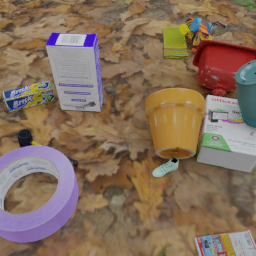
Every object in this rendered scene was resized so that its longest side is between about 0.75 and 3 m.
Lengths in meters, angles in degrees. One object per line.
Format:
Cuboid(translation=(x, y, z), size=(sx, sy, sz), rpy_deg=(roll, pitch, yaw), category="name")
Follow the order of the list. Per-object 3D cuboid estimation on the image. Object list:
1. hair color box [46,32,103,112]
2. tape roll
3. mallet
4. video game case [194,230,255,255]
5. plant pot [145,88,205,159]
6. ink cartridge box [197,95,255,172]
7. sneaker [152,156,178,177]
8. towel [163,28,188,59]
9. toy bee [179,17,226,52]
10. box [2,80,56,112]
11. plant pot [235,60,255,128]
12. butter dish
Cuboid(translation=(-1.827, -1.951, 10.264), size=(1.600, 2.928, 0.949), rpy_deg=(3, 47, 3), category="hair color box")
Cuboid(translation=(-2.910, 1.867, 8.340), size=(2.756, 0.904, 2.756), rpy_deg=(0, 49, 1), category="tape roll")
Cuboid(translation=(-2.763, 0.825, 9.625), size=(2.290, 0.754, 0.471), rpy_deg=(28, 50, 4), category="mallet")
Cuboid(translation=(2.714, 3.416, 7.509), size=(1.599, 0.139, 1.143), rpy_deg=(-6, 50, -5), category="video game case")
Cuboid(translation=(1.568, -0.020, 9.369), size=(2.039, 2.039, 1.867), rpy_deg=(3, 67, 2), category="plant pot")
Cuboid(translation=(3.457, 0.114, 9.749), size=(1.780, 1.032, 2.458), rpy_deg=(11, 50, 9), category="ink cartridge box")
Cuboid(translation=(1.219, 1.238, 9.109), size=(0.940, 0.554, 0.346), rpy_deg=(-21, 54, -16), category="sneaker")
Cuboid(translation=(2.363, -4.357, 14.128), size=(1.147, 0.241, 2.666), rpy_deg=(3, 49, 1), category="towel")
Cuboid(translation=(3.322, -4.487, 13.573), size=(1.858, 1.542, 2.838), rpy_deg=(22, 19, -2), category="toy bee")
Cuboid(translation=(-3.942, -1.269, 11.186), size=(1.891, 0.663, 0.608), rpy_deg=(-17, 51, -15), category="box")
Cuboid(translation=(4.129, -1.155, 8.616), size=(1.748, 1.643, 1.748), rpy_deg=(-28, 32, 19), category="plant pot")
Cuboid(translation=(3.783, -2.156, 11.214), size=(2.467, 2.460, 1.823), rpy_deg=(13, 80, 7), category="butter dish")
